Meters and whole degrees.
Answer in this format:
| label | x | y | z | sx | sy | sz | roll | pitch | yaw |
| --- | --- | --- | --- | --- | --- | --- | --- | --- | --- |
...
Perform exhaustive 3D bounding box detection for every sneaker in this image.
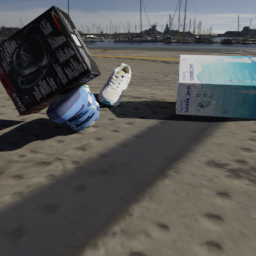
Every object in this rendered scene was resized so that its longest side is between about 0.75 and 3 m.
| label | x | y | z | sx | sy | sz | roll | pitch | yaw |
| --- | --- | --- | --- | --- | --- | --- | --- | --- | --- |
| sneaker | -0.497 | -1.692 | 10.876 | 0.905 | 0.956 | 2.366 | 19 | 39 | 1 |
| sneaker | -1.274 | -0.462 | 7.415 | 0.990 | 1.101 | 2.678 | -26 | 9 | 10 |

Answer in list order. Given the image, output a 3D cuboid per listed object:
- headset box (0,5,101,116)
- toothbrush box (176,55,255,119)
| label | x | y | z | sx | sy | sz | roll | pitch | yaw |
| --- | --- | --- | --- | --- | --- | --- | --- | --- | --- |
| headset box | -2.432 | -1.712 | 7.841 | 2.671 | 1.988 | 1.031 | -29 | 2 | 15 |
| toothbrush box | 3.154 | -1.462 | 9.456 | 2.985 | 1.273 | 2.185 | 4 | 38 | 8 |
